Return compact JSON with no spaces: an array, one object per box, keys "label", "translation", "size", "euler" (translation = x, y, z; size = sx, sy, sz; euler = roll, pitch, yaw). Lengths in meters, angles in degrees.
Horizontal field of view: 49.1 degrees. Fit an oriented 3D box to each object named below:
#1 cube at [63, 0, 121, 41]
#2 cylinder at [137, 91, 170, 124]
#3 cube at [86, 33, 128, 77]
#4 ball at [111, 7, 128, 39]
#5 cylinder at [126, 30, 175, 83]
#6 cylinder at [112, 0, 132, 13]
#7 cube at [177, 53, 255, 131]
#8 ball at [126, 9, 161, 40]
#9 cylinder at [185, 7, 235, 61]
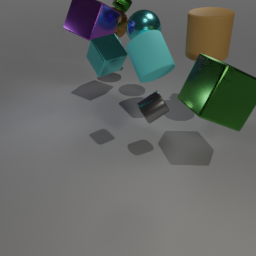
[{"label":"cube","translation":[-1.390,-4.183,10.924],"size":[1.400,1.400,1.400],"euler":[31,17,22]},{"label":"cylinder","translation":[0.717,-0.594,8.026],"size":[0.700,0.700,0.700],"euler":[-32,33,7]},{"label":"cube","translation":[-0.550,-1.850,7.146],"size":[0.700,0.700,0.700],"euler":[-25,77,-27]},{"label":"ball","translation":[-0.680,-4.815,12.916],"size":[1.400,1.400,1.400],"euler":[0,31,0]},{"label":"cylinder","translation":[0.814,-2.577,10.222],"size":[1.400,1.400,1.400],"euler":[-22,-6,-2]},{"label":"cylinder","translation":[-0.278,-6.026,13.487],"size":[0.700,0.700,0.700],"euler":[30,20,-27]},{"label":"cube","translation":[2.438,-0.965,7.458],"size":[1.400,1.400,1.400],"euler":[17,20,-23]},{"label":"ball","translation":[0.632,-3.982,11.202],"size":[1.400,1.400,1.400],"euler":[0,31,0]},{"label":"cylinder","translation":[2.593,-3.011,9.016],"size":[1.400,1.400,1.400],"euler":[-2,34,2]}]
